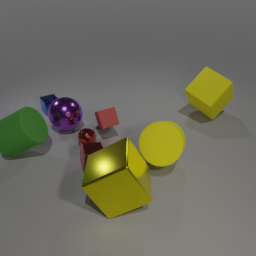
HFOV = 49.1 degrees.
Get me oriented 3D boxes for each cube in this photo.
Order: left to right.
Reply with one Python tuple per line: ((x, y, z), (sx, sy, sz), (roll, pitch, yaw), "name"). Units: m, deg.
((-3.647, -1.097, 13.128), (0.700, 0.700, 0.700), (-19, 36, -28), "cube")
((-1.193, 0.959, 9.391), (0.700, 0.700, 0.700), (-4, 32, -20), "cube")
((-0.828, -0.384, 10.933), (0.700, 0.700, 0.700), (-18, 5, -16), "cube")
((-0.272, 1.390, 7.887), (1.400, 1.400, 1.400), (-26, 27, 16), "cube")
((3.552, -1.495, 12.188), (1.400, 1.400, 1.400), (-47, 60, -2), "cube")

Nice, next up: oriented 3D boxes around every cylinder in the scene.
((-3.829, 0.142, 9.947), (1.400, 1.400, 1.400), (-24, 27, 17), "cylinder")
((1.161, 0.469, 9.245), (1.400, 1.400, 1.400), (8, 5, 14), "cylinder")

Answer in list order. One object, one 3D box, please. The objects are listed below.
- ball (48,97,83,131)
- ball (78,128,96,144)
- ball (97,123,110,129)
((-2.570, -0.575, 11.522), (1.400, 1.400, 1.400), (0, 31, 0), "ball")
((-1.576, 0.347, 10.741), (0.700, 0.700, 0.700), (0, 31, 0), "ball")
((-0.957, -0.302, 11.805), (0.700, 0.700, 0.700), (0, 31, 0), "ball")
